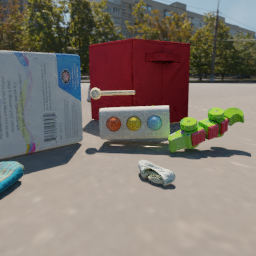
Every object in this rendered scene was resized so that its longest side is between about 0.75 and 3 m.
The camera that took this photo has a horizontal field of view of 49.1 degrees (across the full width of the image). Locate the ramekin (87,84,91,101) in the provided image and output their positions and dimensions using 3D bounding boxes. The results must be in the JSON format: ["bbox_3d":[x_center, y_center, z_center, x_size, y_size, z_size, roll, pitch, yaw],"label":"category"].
[{"bbox_3d":[-1.312,-2.122,16.302,2.217,1.032,2.217,0,12,0],"label":"ramekin"}]

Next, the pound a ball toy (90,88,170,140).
[{"bbox_3d":[0.012,-0.330,6.109,1.748,1.140,0.743,-1,7,6],"label":"pound a ball toy"}]

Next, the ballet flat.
[{"bbox_3d":[0.350,0.662,4.130,0.263,0.263,0.757,-9,15,-39],"label":"ballet flat"}]

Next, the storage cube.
[{"bbox_3d":[0.331,-1.454,9.100,2.357,2.479,2.758,-8,13,-36],"label":"storage cube"}]

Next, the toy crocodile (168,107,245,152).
[{"bbox_3d":[1.589,0.037,5.722,1.747,0.590,0.539,-21,31,-18],"label":"toy crocodile"}]

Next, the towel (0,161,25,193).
[{"bbox_3d":[-2.621,0.832,3.082,1.875,0.277,2.557,1,11,11],"label":"towel"}]

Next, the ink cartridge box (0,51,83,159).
[{"bbox_3d":[-2.313,-0.495,5.535,1.130,1.929,2.670,10,15,43],"label":"ink cartridge box"}]
